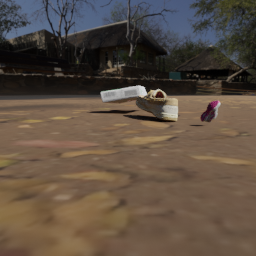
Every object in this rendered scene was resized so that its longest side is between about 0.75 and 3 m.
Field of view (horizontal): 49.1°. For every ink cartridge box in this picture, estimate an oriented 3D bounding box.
[{"bbox_3d":[0.000,-1.562,13.404,1.856,0.578,2.306,-7,3,18],"label":"ink cartridge box"}]

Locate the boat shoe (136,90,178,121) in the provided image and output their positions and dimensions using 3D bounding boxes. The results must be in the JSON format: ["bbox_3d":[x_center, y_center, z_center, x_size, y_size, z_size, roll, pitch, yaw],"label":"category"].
[{"bbox_3d":[1.115,-0.985,10.504,0.960,0.901,2.604,5,15,-27],"label":"boat shoe"}]

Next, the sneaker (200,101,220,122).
[{"bbox_3d":[2.526,-0.482,8.389,0.352,0.798,0.325,17,39,-20],"label":"sneaker"}]
